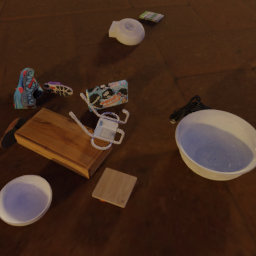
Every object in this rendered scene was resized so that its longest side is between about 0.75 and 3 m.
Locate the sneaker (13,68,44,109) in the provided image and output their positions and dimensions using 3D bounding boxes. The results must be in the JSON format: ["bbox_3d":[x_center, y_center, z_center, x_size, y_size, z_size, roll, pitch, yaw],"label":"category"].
[{"bbox_3d":[-3.798,-1.492,10.964,0.992,0.823,2.076,7,52,-12],"label":"sneaker"}]

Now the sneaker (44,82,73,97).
[{"bbox_3d":[-2.739,-1.645,11.173,1.276,0.514,0.532,17,44,16],"label":"sneaker"}]

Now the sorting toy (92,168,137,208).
[{"bbox_3d":[-0.372,1.758,8.067,0.984,0.345,0.990,16,49,15],"label":"sorting toy"}]

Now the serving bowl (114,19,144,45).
[{"bbox_3d":[0.092,-4.856,13.834,1.542,0.507,1.542,3,66,-6],"label":"serving bowl"}]

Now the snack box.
[{"bbox_3d":[-0.758,-1.200,10.467,1.534,0.891,0.285,-17,47,-15],"label":"snack box"}]

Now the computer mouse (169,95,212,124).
[{"bbox_3d":[2.320,-0.397,9.424,1.800,1.246,0.475,13,45,-47],"label":"computer mouse"}]

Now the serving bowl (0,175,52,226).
[{"bbox_3d":[-2.800,2.040,7.709,1.465,0.482,1.465,0,46,0],"label":"serving bowl"}]

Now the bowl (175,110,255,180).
[{"bbox_3d":[2.640,0.672,8.547,2.510,1.128,2.510,0,47,0],"label":"bowl"}]

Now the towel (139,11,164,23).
[{"bbox_3d":[1.325,-6.245,15.733,1.148,0.176,0.857,23,49,23],"label":"towel"}]

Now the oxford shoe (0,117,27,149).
[{"bbox_3d":[-3.978,0.195,9.555,0.480,0.480,1.346,-9,39,28],"label":"oxford shoe"}]

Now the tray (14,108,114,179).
[{"bbox_3d":[-2.096,0.398,9.224,2.933,0.543,1.447,22,50,20],"label":"tray"}]

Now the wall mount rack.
[{"bbox_3d":[-0.903,-0.271,8.940,1.750,0.751,2.014,18,36,-3],"label":"wall mount rack"}]

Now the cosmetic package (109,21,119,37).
[{"bbox_3d":[-0.160,-5.063,14.441,1.460,0.377,1.101,7,49,7],"label":"cosmetic package"}]
